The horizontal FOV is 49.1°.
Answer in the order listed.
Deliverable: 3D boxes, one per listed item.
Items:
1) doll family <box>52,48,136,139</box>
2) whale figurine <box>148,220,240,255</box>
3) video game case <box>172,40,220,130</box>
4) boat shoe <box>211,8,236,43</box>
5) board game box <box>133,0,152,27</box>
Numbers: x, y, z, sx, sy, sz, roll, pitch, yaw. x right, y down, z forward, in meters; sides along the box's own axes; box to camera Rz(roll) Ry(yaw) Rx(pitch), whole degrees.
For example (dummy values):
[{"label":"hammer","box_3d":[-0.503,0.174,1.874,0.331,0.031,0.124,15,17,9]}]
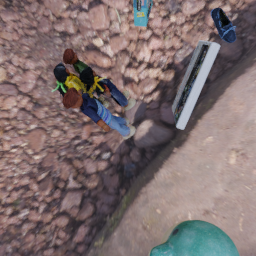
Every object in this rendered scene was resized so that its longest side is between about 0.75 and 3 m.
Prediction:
[{"label":"doll family","box_3d":[-0.718,-0.708,5.204,1.411,2.441,0.958,36,91,-42]},{"label":"whale figurine","box_3d":[1.169,2.803,4.986,1.902,1.240,2.391,45,56,-7]},{"label":"video game case","box_3d":[1.447,-1.035,6.299,0.213,1.654,1.820,20,109,-1]},{"label":"boat shoe","box_3d":[2.442,-2.573,7.099,0.998,0.343,0.420,44,87,-19]},{"label":"board game box","box_3d":[0.363,-3.341,6.685,0.327,1.395,1.053,7,52,9]}]
